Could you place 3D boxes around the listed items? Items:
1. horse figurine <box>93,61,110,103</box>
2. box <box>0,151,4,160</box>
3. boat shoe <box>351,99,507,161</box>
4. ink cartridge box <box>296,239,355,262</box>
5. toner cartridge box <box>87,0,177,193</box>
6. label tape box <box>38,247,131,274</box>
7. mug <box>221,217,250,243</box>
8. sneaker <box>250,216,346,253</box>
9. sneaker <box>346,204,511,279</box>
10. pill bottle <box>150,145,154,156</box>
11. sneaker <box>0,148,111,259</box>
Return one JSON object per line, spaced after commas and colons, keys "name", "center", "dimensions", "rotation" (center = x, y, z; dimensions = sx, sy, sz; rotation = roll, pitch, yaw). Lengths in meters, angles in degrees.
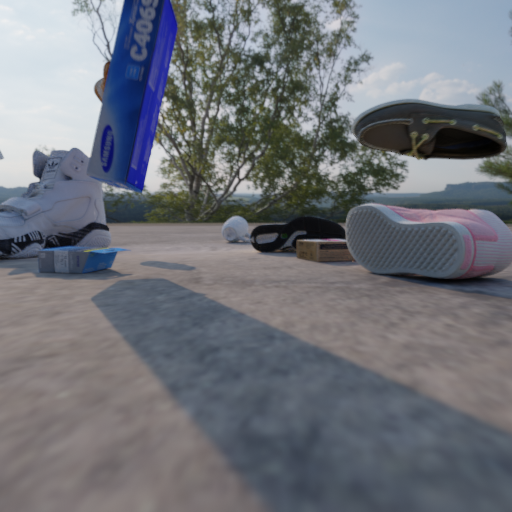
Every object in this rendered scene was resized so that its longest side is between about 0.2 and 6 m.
{"name": "horse figurine", "center": [-2.623, -2.975, 10.513], "dimensions": [0.463, 1.229, 1.855], "rotation": [-42, 26, -11]}
{"name": "box", "center": [-4.835, -1.765, 9.857], "dimensions": [0.513, 0.337, 0.515], "rotation": [-21, 10, 7]}
{"name": "boat shoe", "center": [3.050, -2.142, 9.856], "dimensions": [2.672, 0.799, 0.955], "rotation": [0, -37, -1]}
{"name": "ink cartridge box", "center": [1.212, -0.101, 9.630], "dimensions": [0.773, 0.353, 0.939], "rotation": [-3, 4, -18]}
{"name": "toner cartridge box", "center": [-1.820, -2.429, 8.452], "dimensions": [0.604, 2.797, 1.329], "rotation": [12, 0, 0]}
{"name": "label tape box", "center": [-2.341, 0.057, 7.696], "dimensions": [1.015, 0.336, 0.727], "rotation": [3, 6, 17]}
{"name": "mug", "center": [-0.530, -0.650, 15.689], "dimensions": [0.897, 0.663, 0.787], "rotation": [30, 21, 5]}
{"name": "sneaker", "center": [0.998, -0.454, 11.596], "dimensions": [2.011, 0.759, 1.157], "rotation": [0, 6, 26]}
{"name": "sneaker", "center": [2.218, -0.184, 7.228], "dimensions": [1.243, 0.895, 2.378], "rotation": [-3, 10, -25]}
{"name": "pill bottle", "center": [-2.682, -2.296, 12.767], "dimensions": [0.473, 0.843, 0.473], "rotation": [20, -29, 12]}
{"name": "sneaker", "center": [-4.254, -1.047, 10.708], "dimensions": [1.350, 2.065, 3.593], "rotation": [2, 5, 29]}
